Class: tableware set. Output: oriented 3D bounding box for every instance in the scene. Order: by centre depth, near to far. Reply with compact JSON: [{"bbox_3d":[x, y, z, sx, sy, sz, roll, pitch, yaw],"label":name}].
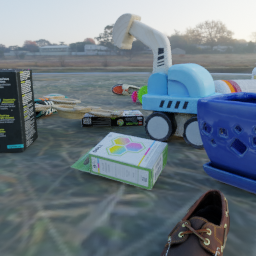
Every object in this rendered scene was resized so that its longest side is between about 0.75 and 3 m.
[{"bbox_3d":[-1.654,-0.589,7.572,2.939,0.341,2.455,10,10,24],"label":"tableware set"}]

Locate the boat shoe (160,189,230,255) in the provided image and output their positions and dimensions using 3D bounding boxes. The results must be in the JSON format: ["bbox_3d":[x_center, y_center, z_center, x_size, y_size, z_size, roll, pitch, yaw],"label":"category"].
[{"bbox_3d":[0.619,1.033,2.570,0.515,0.515,1.464,8,17,24],"label":"boat shoe"}]

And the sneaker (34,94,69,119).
[{"bbox_3d":[-2.838,-0.672,9.440,2.072,0.739,0.828,-13,26,-33],"label":"sneaker"}]

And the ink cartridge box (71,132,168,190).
[{"bbox_3d":[-0.152,0.454,4.538,1.426,0.423,0.741,11,30,22],"label":"ink cartridge box"}]

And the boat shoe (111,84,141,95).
[{"bbox_3d":[-0.025,-2.106,15.567,1.800,0.641,0.563,2,15,-13],"label":"boat shoe"}]

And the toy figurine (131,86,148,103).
[{"bbox_3d":[0.647,-1.379,12.509,1.119,0.840,1.030,17,-6,-30],"label":"toy figurine"}]

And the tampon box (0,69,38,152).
[{"bbox_3d":[-2.779,-0.419,6.078,1.259,1.680,1.061,0,14,-2],"label":"tampon box"}]

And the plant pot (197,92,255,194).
[{"bbox_3d":[2.031,0.196,4.285,1.480,1.330,1.480,-13,18,-40],"label":"plant pot"}]

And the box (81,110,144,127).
[{"bbox_3d":[-0.489,-0.305,8.554,1.818,0.316,1.001,-2,14,-7],"label":"box"}]

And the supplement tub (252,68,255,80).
[{"bbox_3d":[4.958,-1.390,9.570,1.418,1.950,1.418,0,13,0],"label":"supplement tub"}]

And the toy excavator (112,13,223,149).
[{"bbox_3d":[1.009,-1.258,6.810,2.903,2.986,1.491,8,15,30],"label":"toy excavator"}]

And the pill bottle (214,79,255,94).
[{"bbox_3d":[3.529,-0.720,8.062,2.461,1.348,1.348,-3,14,-15],"label":"pill bottle"}]
